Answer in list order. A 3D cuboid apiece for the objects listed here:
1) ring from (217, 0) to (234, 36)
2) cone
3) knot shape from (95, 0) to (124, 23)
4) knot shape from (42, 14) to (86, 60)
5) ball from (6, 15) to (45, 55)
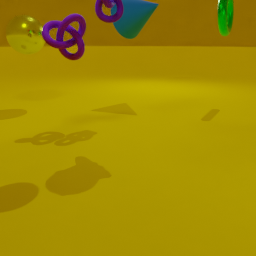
[{"bbox_3d":[3.131,-3.663,8.949,0.281,1.403,1.403,6,18,29],"label":"ring"},{"bbox_3d":[0.459,-3.925,9.431,1.486,1.486,1.492,-17,12,-43],"label":"cone"},{"bbox_3d":[-0.475,-3.238,7.122,0.522,1.058,1.130,17,28,35],"label":"knot shape"},{"bbox_3d":[-1.557,-2.241,6.802,1.039,1.111,0.513,6,19,-20],"label":"knot shape"},{"bbox_3d":[-3.227,-2.952,8.889,1.202,1.202,1.202,0,18,0],"label":"ball"}]
